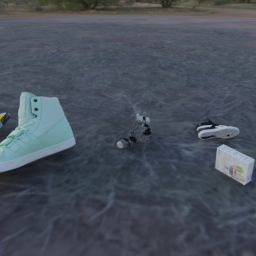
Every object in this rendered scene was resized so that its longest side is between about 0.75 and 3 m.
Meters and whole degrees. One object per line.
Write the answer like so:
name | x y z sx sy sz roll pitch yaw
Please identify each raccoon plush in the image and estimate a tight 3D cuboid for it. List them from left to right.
raccoon plush | 0.126 0.018 7.880 1.174 0.568 0.787 -16 37 -14

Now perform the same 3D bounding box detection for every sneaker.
sneaker | -2.653 0.066 6.582 1.015 1.627 2.759 -11 8 44
sneaker | 2.582 -0.044 8.196 1.189 0.435 0.665 -4 44 -5

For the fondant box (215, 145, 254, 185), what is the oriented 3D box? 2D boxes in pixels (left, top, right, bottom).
fondant box | 2.422 0.827 6.416 0.241 0.597 0.828 -22 34 -28

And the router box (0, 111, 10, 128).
router box | -4.065 -0.178 8.342 0.895 0.229 0.667 -10 29 10
